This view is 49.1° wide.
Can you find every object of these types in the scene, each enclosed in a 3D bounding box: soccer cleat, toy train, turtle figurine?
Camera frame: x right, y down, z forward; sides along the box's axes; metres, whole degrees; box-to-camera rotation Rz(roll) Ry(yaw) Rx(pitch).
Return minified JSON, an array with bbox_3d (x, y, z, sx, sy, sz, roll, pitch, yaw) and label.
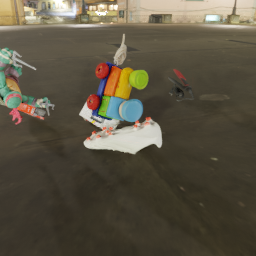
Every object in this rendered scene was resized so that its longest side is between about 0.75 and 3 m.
[{"bbox_3d":[-0.151,0.331,6.817,1.996,0.774,0.692,-13,21,21],"label":"soccer cleat"},{"bbox_3d":[-0.042,-1.273,6.795,0.976,2.306,1.334,17,-2,-42],"label":"toy train"},{"bbox_3d":[-3.181,-1.248,7.711,1.318,1.960,2.617,-33,49,-14],"label":"turtle figurine"}]

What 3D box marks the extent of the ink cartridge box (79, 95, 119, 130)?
[{"bbox_3d":[-0.758,-0.383,7.821,1.028,0.440,0.759,32,22,-11],"label":"ink cartridge box"}]

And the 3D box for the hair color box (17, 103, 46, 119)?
[{"bbox_3d":[-3.045,-0.550,8.831,0.898,0.275,0.456,17,-5,37],"label":"hair color box"}]

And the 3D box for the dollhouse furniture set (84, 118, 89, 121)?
[{"bbox_3d":[-1.034,-0.517,8.679,0.803,0.326,0.432,-25,-11,-10],"label":"dollhouse furniture set"}]

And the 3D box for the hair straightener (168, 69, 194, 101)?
[{"bbox_3d":[2.003,-1.523,10.846,0.449,0.844,2.192,24,24,-27],"label":"hair straightener"}]
